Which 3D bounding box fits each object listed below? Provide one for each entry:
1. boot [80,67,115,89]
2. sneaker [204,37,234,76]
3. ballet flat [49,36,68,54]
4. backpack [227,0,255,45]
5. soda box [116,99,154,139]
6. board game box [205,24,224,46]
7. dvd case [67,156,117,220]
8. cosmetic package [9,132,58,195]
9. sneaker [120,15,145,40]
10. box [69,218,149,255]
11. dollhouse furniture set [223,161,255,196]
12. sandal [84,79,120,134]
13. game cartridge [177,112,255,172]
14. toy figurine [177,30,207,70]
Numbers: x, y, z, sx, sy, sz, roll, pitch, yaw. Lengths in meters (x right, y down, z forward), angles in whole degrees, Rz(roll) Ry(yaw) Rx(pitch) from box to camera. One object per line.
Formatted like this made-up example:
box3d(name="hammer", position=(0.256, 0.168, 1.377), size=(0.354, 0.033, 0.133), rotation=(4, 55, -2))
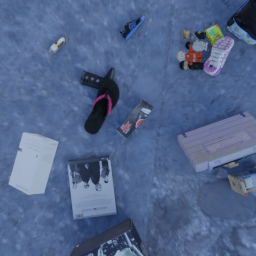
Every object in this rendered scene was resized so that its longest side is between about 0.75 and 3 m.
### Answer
box3d(name="boot", position=(-1.096, -1.862, 10.069), size=(1.117, 0.367, 0.921), rotation=(15, 86, 5))
box3d(name="sneaker", position=(3.235, -2.486, 9.939), size=(0.612, 0.673, 1.522), rotation=(29, 87, 33))
box3d(name="ballet flat", position=(-2.553, -3.016, 10.118), size=(0.866, 0.311, 0.311), rotation=(-42, 88, -1))
box3d(name="backpack", position=(4.299, -3.625, 9.784), size=(1.353, 0.994, 1.238), rotation=(43, 88, -2))
box3d(name="soda box", position=(0.238, -0.319, 9.932), size=(0.522, 0.467, 1.475), rotation=(41, 89, 1))
box3d(name="board game box", position=(3.214, -3.255, 10.168), size=(0.446, 0.209, 0.877), rotation=(-27, 88, -1))
box3d(name="dvd case", position=(-1.276, 2.103, 9.947), size=(1.562, 0.257, 2.079), rotation=(-7, 88, -1))
box3d(name="cosmetic package", position=(-2.034, 0.755, 6.039), size=(0.674, 0.484, 1.194), rotation=(14, 88, 28))
box3d(name="sneaker", position=(0.159, -3.701, 10.103), size=(0.416, 0.374, 1.067), rotation=(41, 90, -6))
box3d(name="box", position=(-0.415, 4.680, 9.280), size=(2.328, 1.443, 2.288), rotation=(-27, 86, -1))
box3d(name="dollhouse furniture set", position=(4.025, 1.250, 9.518), size=(1.177, 1.171, 1.670), rotation=(-19, 88, -1))
box3d(name="sandal", position=(-0.906, -0.703, 9.795), size=(0.780, 0.468, 2.076), rotation=(26, 97, -1))
box3d(name="game cartridge", position=(3.201, 0.444, 9.347), size=(2.683, 1.739, 0.515), rotation=(-19, 130, 0))
box3d(name="toy figurine", position=(2.207, -2.659, 9.662), size=(0.852, 1.224, 1.205), rotation=(9, 84, 21))
